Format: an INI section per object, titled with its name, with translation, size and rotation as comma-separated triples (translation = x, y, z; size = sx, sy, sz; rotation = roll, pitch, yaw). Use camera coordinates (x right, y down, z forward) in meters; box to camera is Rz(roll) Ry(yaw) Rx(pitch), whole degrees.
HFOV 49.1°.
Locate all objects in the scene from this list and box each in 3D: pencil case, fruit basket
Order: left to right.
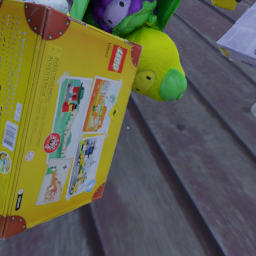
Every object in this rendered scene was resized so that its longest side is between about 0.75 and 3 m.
[pencil case]
translation = -1.477, -2.226, 5.119
size = 0.328, 0.358, 0.789
rotation = 9, 18, 38
[fruit basket]
translation = -0.061, -1.685, 5.780
size = 2.138, 2.965, 2.965
rotation = -4, 43, -30

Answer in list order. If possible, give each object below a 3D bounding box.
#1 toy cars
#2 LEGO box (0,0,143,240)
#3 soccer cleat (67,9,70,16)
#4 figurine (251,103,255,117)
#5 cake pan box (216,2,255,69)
[toy cars]
translation = 2.627, -2.849, 6.644
size = 1.218, 2.717, 0.602
rotation = -26, 30, 8
[LEGO box]
translation = -1.088, -0.154, 4.348
size = 1.126, 2.918, 2.173
rotation = 22, 13, 28
[soccer cleat]
translation = -2.393, -3.691, 8.740
size = 0.933, 2.231, 0.721
rotation = -38, 37, -16
[figurine]
translation = 2.995, -0.444, 4.596
size = 1.371, 1.337, 0.590
rotation = 32, 22, 10
[cake pan box]
translation = 1.793, -1.207, 3.431
size = 1.052, 0.275, 0.969
rotation = -47, 44, 2
